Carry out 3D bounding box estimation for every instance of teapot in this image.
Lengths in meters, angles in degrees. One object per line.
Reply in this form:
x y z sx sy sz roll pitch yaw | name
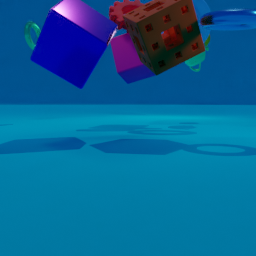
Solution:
2.450 -2.894 10.133 0.915 1.868 1.162 -6 37 6 | teapot

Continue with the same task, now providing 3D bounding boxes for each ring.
1.644 -3.259 8.766 1.886 1.886 0.377 1 11 14 | ring
2.167 -2.211 5.773 1.347 0.269 1.347 1 13 0 | ring
-3.754 -3.664 11.161 0.226 1.128 1.128 -4 4 14 | ring

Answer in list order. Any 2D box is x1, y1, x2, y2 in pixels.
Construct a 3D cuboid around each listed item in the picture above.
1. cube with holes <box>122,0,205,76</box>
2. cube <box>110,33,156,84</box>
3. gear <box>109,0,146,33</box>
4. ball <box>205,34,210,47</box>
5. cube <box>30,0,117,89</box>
0.758 -2.089 6.144 1.178 1.178 1.178 -27 31 -1 | cube with holes
0.285 -2.593 10.240 1.346 1.346 1.346 -15 -12 13 | cube
0.192 -3.837 9.590 1.663 1.663 0.308 -1 -38 -9 | gear
3.188 -3.900 12.227 0.787 0.787 0.787 0 5 0 | ball
-1.174 -1.930 6.274 1.283 1.283 1.283 30 37 -13 | cube
